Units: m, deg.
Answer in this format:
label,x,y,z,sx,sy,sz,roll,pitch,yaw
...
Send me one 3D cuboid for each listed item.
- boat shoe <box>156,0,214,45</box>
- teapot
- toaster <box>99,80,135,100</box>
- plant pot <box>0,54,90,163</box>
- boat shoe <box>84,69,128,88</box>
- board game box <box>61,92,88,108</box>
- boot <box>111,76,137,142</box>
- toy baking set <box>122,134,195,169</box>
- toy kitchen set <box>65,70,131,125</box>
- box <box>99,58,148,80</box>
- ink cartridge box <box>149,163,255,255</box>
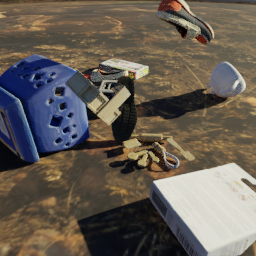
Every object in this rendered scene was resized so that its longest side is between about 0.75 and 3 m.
label,x,y,z,sx,sy,sz,roll,pitch,yaw
boat shoe,2.190,-3.869,10.589,2.919,0.913,1.039,22,2,-41
teapot,4.544,-2.111,13.328,1.369,1.874,1.850,-38,59,8
toaster,-0.477,-1.456,12.619,1.513,0.993,1.674,3,31,3
plant pot,-3.256,-0.638,9.654,2.518,2.800,2.800,-32,44,-33
boat shoe,-1.377,-2.631,14.660,2.892,0.905,1.029,5,33,11
board game box,-2.374,-1.330,12.928,1.470,0.453,1.469,-25,40,-35
boot,-0.206,-0.614,10.945,0.941,2.430,1.681,9,-8,-8
toy baking set,0.985,0.780,9.670,2.391,0.278,1.835,0,34,0
toy kitchen set,-0.775,-1.035,8.108,1.102,1.350,1.218,-45,58,-1
box,-0.280,-3.505,16.522,2.612,0.454,1.438,21,37,30
ink cartridge box,2.365,2.050,7.261,2.903,0.828,2.360,-5,30,-26
